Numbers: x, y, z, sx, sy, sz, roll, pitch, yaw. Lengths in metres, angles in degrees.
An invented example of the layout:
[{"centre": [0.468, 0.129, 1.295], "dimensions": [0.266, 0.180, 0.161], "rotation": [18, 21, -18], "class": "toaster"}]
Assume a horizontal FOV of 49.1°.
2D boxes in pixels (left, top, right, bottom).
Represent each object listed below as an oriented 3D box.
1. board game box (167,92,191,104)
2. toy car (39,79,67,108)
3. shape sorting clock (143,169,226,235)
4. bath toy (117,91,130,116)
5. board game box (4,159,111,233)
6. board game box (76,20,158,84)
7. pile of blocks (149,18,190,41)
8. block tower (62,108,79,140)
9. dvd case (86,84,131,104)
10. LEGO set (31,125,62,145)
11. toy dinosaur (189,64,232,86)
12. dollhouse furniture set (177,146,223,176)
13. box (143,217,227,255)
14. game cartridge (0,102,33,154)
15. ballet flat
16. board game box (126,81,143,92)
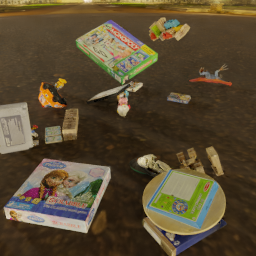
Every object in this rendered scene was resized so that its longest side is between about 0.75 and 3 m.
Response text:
[{"centre": [2.515, -1.480, 13.780], "dimensions": [1.008, 0.174, 0.683], "rotation": [13, 31, 22], "class": "board game box"}, {"centre": [-3.458, -1.521, 13.633], "dimensions": [0.978, 1.442, 2.940], "rotation": [-42, 6, 12], "class": "toy car"}, {"centre": [1.369, 1.762, 6.960], "dimensions": [2.008, 0.394, 2.008], "rotation": [-9, 32, 6], "class": "shape sorting clock"}, {"centre": [-0.191, -1.133, 12.531], "dimensions": [0.577, 0.679, 1.562], "rotation": [-33, 27, 18], "class": "bath toy"}, {"centre": [-1.780, 1.713, 7.633], "dimensions": [2.146, 0.441, 2.140], "rotation": [6, 29, 10], "class": "board game box"}, {"centre": [-0.495, -3.198, 11.501], "dimensions": [1.955, 0.423, 2.905], "rotation": [-38, 65, -20], "class": "board game box"}, {"centre": [1.608, -4.270, 12.270], "dimensions": [0.695, 0.918, 2.236], "rotation": [-43, 33, -25], "class": "pile of blocks"}, {"centre": [-2.240, -0.156, 11.012], "dimensions": [0.501, 0.536, 1.854], "rotation": [-3, 27, -5], "class": "block tower"}, {"centre": [-0.923, -1.608, 13.250], "dimensions": [1.866, 0.164, 1.331], "rotation": [-12, 19, 33], "class": "dvd case"}, {"centre": [-3.465, 0.186, 10.480], "dimensions": [1.866, 0.458, 1.394], "rotation": [-7, 26, -13], "class": "LEGO set"}, {"centre": [4.839, -2.683, 15.771], "dimensions": [1.035, 1.972, 1.789], "rotation": [31, 18, -54], "class": "toy dinosaur"}, {"centre": [2.211, 1.184, 8.620], "dimensions": [1.161, 0.771, 1.018], "rotation": [-22, 28, 7], "class": "dollhouse furniture set"}, {"centre": [1.407, 2.269, 6.793], "dimensions": [1.804, 0.292, 1.093], "rotation": [-16, 32, -29], "class": "box"}, {"centre": [-2.680, 0.020, 6.379], "dimensions": [0.876, 1.316, 0.269], "rotation": [-13, 45, -24], "class": "game cartridge"}, {"centre": [0.794, 1.167, 8.453], "dimensions": [1.822, 0.623, 0.620], "rotation": [22, 36, 35], "class": "ballet flat"}, {"centre": [0.289, -2.258, 15.196], "dimensions": [0.657, 0.180, 1.041], "rotation": [14, 31, 22], "class": "board game box"}]
